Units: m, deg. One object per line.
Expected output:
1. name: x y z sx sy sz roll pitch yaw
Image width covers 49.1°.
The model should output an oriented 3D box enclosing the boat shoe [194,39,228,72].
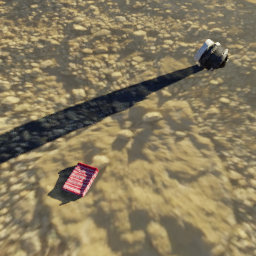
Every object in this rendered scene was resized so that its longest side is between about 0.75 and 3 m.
1. boat shoe: 2.732 -2.174 8.766 0.771 0.944 2.554 42 19 11

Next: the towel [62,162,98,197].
1. towel: -1.144 1.226 6.774 0.594 0.092 0.822 17 51 15
